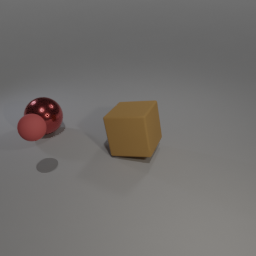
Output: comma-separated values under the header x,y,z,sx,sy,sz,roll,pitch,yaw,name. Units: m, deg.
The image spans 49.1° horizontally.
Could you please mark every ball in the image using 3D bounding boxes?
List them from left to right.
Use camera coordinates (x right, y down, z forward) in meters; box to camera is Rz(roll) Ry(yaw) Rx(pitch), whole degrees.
x,y,z,sx,sy,sz,roll,pitch,yaw,name
-2.432,-0.011,7.092,0.700,0.700,0.700,0,30,0,ball
-3.116,-0.442,10.353,1.400,1.400,1.400,0,30,0,ball

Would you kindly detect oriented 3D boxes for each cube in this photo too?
x,y,z,sx,sy,sz,roll,pitch,yaw,name
0.204,0.000,9.222,1.400,1.400,1.400,0,25,23,cube
